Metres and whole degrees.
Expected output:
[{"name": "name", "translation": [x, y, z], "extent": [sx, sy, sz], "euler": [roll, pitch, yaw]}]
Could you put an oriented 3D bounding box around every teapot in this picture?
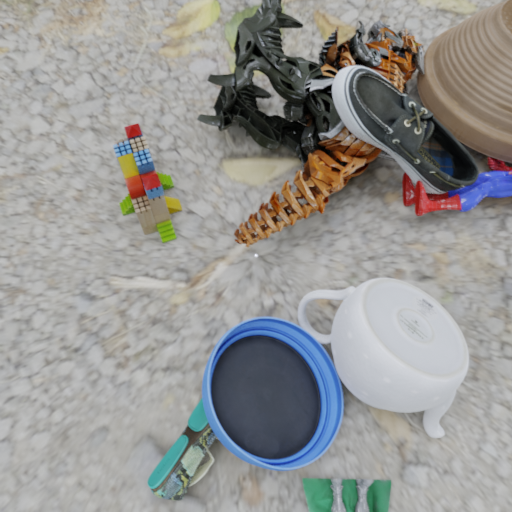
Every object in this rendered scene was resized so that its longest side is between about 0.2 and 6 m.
[{"name": "teapot", "translation": [1.717, 1.330, 7.568], "extent": [1.929, 1.428, 1.955], "euler": [9, 44, -25]}]

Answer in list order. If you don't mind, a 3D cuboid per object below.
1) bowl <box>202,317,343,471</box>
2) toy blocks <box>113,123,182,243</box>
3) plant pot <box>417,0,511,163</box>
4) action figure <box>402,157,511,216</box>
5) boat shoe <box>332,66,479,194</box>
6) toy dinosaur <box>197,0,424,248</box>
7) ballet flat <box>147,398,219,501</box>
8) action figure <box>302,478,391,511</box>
[{"name": "bowl", "translation": [0.214, 1.781, 7.325], "extent": [1.973, 0.387, 1.973], "euler": [13, 58, -22]}, {"name": "toy blocks", "translation": [-1.843, -1.306, 8.890], "extent": [0.965, 1.320, 1.931], "euler": [-18, 65, -9]}, {"name": "plant pot", "translation": [4.602, -3.275, 9.515], "extent": [3.345, 1.544, 3.345], "euler": [3, 56, -4]}, {"name": "action figure", "translation": [4.100, -1.207, 9.012], "extent": [3.270, 1.070, 0.845], "euler": [-4, 105, -3]}, {"name": "boat shoe", "translation": [2.276, -1.858, 8.234], "extent": [2.780, 0.787, 0.954], "euler": [32, 74, -30]}, {"name": "toy dinosaur", "translation": [1.058, -2.333, 8.965], "extent": [3.356, 2.526, 4.944], "euler": [33, 44, -2]}, {"name": "ballet flat", "translation": [-0.709, 2.431, 7.416], "extent": [0.653, 0.653, 1.760], "euler": [35, 80, 16]}, {"name": "action figure", "translation": [1.194, 3.803, 6.841], "extent": [1.195, 0.553, 2.023], "euler": [1, 67, -3]}]
